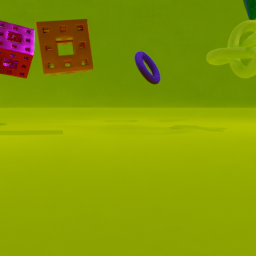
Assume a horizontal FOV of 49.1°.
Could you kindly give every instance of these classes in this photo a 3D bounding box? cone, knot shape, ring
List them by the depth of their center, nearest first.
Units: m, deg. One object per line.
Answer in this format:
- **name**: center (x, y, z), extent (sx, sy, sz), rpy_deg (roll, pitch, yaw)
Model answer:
- **knot shape**: center (3.198, -2.227, 8.101), extent (1.857, 0.917, 1.984), rpy_deg (-12, 39, 39)
- **cone**: center (3.957, -3.700, 8.832), extent (0.852, 0.855, 0.852), rpy_deg (0, 26, 0)
- **ring**: center (0.856, -2.592, 12.051), extent (0.321, 1.607, 1.607), rpy_deg (-31, -12, 29)

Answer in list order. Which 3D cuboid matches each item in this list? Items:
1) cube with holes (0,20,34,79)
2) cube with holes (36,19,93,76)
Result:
- **cube with holes**: center (-4.052, -2.711, 9.764), extent (1.262, 1.262, 1.262), rpy_deg (7, -33, -28)
- **cube with holes**: center (-1.499, -1.889, 6.743), extent (1.113, 1.113, 1.113), rpy_deg (-8, 10, -11)
